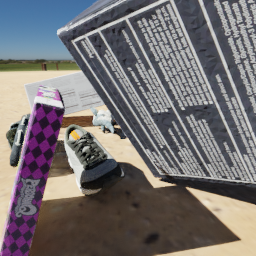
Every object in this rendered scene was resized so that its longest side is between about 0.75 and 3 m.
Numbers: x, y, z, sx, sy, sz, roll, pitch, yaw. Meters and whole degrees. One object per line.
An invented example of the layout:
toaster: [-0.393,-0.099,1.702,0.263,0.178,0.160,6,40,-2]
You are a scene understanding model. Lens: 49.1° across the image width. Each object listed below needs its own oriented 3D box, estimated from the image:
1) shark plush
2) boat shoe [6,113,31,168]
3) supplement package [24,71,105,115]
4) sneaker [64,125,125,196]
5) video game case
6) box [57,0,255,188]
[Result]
shark plush: [-0.591,-0.122,7.867,0.639,0.586,1.407,5,18,-43]
boat shoe: [-2.155,0.156,5.834,0.718,0.900,2.382,7,10,-27]
supplement package: [-1.991,-1.075,9.071,2.144,1.189,1.670,-14,9,-8]
sneaker: [-0.690,0.476,4.645,0.710,0.762,1.922,-29,26,-17]
video game case: [-1.106,0.430,3.256,0.311,1.736,1.573,13,10,-19]
box: [1.163,-0.786,3.671,2.874,2.897,1.785,-3,40,44]
